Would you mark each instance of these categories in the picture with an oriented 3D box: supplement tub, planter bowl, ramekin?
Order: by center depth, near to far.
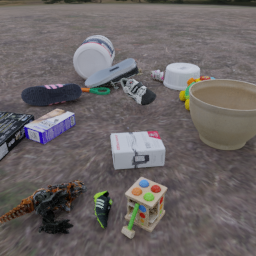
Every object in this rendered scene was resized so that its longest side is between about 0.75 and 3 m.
[{"bbox_3d":[2.911,-0.338,8.331,2.327,1.566,2.327,0,30,0],"label":"planter bowl"},{"bbox_3d":[2.461,-2.363,12.679,1.663,0.811,1.663,0,30,0],"label":"ramekin"},{"bbox_3d":[-1.578,-3.489,13.700,1.770,1.770,2.522,1,29,2],"label":"supplement tub"}]

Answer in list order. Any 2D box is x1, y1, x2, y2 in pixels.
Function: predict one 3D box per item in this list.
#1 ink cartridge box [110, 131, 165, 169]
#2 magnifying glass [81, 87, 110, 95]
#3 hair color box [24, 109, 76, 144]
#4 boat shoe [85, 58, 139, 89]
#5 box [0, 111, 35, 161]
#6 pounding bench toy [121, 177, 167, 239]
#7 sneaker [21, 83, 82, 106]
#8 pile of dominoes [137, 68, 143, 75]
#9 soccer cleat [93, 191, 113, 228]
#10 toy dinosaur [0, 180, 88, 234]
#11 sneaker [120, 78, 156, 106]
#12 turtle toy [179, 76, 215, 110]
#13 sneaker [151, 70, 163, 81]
[{"bbox_3d":[0.232,0.586,7.695,1.370,0.571,0.995,-4,30,-6],"label":"ink cartridge box"},{"bbox_3d":[-1.495,-1.605,12.035,1.457,0.163,0.580,6,30,6],"label":"magnifying glass"},{"bbox_3d":[-2.474,-0.089,9.011,0.803,0.476,1.469,15,31,26],"label":"hair color box"},{"bbox_3d":[-0.690,-2.222,12.394,2.415,0.825,0.892,-26,43,3],"label":"boat shoe"},{"bbox_3d":[-4.141,0.178,8.512,1.742,0.473,2.175,6,30,10],"label":"box"},{"bbox_3d":[0.264,1.610,5.650,0.640,0.804,1.031,18,34,29],"label":"pounding bench toy"},{"bbox_3d":[-2.965,-1.315,11.093,2.300,0.807,0.943,-4,8,-5],"label":"sneaker"},{"bbox_3d":[0.194,-2.857,14.207,1.043,0.166,0.813,-14,32,-23],"label":"pile of dominoes"},{"bbox_3d":[-0.510,1.689,5.952,0.391,0.326,0.965,-26,29,2],"label":"soccer cleat"},{"bbox_3d":[-1.671,1.629,5.889,1.780,0.909,1.208,-36,27,-20],"label":"toy dinosaur"},{"bbox_3d":[0.275,-1.352,10.041,0.643,0.768,1.735,-51,42,-9],"label":"sneaker"},{"bbox_3d":[2.903,-1.278,10.443,1.599,1.109,2.193,-3,30,-5],"label":"turtle toy"},{"bbox_3d":[1.373,-2.457,13.277,0.484,0.446,1.097,-8,22,-11],"label":"sneaker"}]
